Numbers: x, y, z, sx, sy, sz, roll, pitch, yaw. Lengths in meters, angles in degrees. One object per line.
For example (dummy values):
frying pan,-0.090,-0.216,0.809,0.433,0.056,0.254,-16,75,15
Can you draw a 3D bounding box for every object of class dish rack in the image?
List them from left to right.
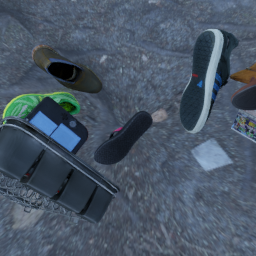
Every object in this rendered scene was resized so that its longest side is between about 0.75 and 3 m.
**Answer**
dish rack,-1.890,0.883,4.958,2.940,2.255,0.802,-8,49,43

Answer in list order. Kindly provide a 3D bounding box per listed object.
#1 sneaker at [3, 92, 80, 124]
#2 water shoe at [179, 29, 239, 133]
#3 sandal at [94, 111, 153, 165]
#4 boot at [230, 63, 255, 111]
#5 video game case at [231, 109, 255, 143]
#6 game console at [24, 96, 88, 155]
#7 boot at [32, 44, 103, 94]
sneaker,-1.951,-0.433,6.525,1.860,0.689,0.777,-20,36,-36
water shoe,1.752,-0.891,5.887,0.872,2.211,0.790,-5,28,-27
sandal,-0.072,0.153,4.244,1.079,0.405,0.243,-44,27,6
boot,2.386,-0.930,5.499,1.359,0.494,1.444,-29,25,3
video game case,3.086,-0.147,6.836,0.110,0.869,0.953,-5,31,-38
game console,-1.680,0.222,5.951,1.311,0.230,1.482,44,59,-15
boot,-1.330,-1.216,6.827,0.765,2.048,0.992,-56,39,12
